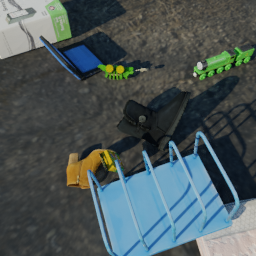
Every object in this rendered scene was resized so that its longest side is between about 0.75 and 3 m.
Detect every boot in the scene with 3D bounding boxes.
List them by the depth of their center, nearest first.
[{"bbox_3d":[-1.006,1.174,7.910,1.436,0.505,1.028,-6,60,0],"label":"boot"},{"bbox_3d":[0.760,-0.503,8.461,1.696,0.771,2.019,27,88,9],"label":"boot"}]

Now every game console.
[{"bbox_3d":[-1.989,-2.794,10.312,1.169,1.686,1.975,-45,62,3],"label":"game console"}]

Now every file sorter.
[{"bbox_3d":[0.719,1.582,6.520,2.912,1.786,2.021,-19,57,-2],"label":"file sorter"}]

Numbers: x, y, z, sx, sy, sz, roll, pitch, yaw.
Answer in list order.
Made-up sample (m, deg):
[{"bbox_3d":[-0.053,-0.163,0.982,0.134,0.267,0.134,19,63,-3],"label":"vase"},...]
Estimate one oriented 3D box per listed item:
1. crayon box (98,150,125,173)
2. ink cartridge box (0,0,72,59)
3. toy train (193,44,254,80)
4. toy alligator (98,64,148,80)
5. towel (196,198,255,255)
[{"bbox_3d":[-0.417,0.881,7.348,0.213,0.837,0.531,-32,67,14],"label":"crayon box"},{"bbox_3d":[-4.094,-4.270,11.240,2.978,1.251,2.167,-23,58,-16],"label":"ink cartridge box"},{"bbox_3d":[3.532,-2.473,10.303,2.545,0.718,0.531,-22,58,-15],"label":"toy train"},{"bbox_3d":[-0.199,-1.970,10.119,1.836,0.544,0.498,6,96,3],"label":"toy alligator"},{"bbox_3d":[3.008,2.906,6.683,2.502,0.403,2.389,-11,56,-7],"label":"towel"}]
